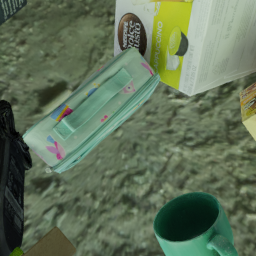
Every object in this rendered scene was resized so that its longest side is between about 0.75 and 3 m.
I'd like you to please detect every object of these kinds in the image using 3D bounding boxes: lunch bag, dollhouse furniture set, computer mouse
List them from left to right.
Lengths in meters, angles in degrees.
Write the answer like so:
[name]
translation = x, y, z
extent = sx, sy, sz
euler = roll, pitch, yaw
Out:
[computer mouse]
translation = -2.428, 1.055, 5.238
extent = 0.762, 2.002, 2.891
euler = -8, 45, -8
[dollhouse furniture set]
translation = -1.189, 2.292, 3.890
extent = 1.341, 2.047, 1.027
euler = 46, 44, 7
[lunch bag]
translation = -0.758, -0.290, 5.784
extent = 2.896, 2.323, 1.116
euler = -45, 100, -15

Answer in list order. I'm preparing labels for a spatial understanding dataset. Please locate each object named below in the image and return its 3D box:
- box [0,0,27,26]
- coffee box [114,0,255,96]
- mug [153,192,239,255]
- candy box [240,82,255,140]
[box]
translation = -2.991, -2.474, 5.019
extent = 1.094, 1.517, 2.044
euler = 39, 69, -1
[coffee box]
translation = 1.438, -2.581, 6.063
extent = 2.567, 2.563, 2.538
euler = -23, 43, -33
[mug]
translation = 1.086, 1.794, 4.465
extent = 1.162, 1.414, 0.874
euler = -21, 107, 16
[candy box]
translation = 3.164, -0.632, 5.764
extent = 1.493, 2.587, 0.715
euler = -37, 92, 27
